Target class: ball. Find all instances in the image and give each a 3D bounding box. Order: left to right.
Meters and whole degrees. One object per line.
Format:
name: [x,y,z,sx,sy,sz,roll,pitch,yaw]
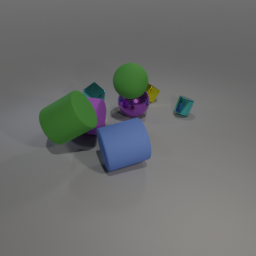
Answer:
ball: [0.103,-1.850,11.024,1.400,1.400,1.400,0,29,0]
ball: [0.248,-1.166,12.224,1.400,1.400,1.400,0,29,0]

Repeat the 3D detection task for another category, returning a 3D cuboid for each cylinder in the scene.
cylinder: [-1.994,-0.342,9.442,1.400,1.400,1.400,-26,24,18]
cylinder: [-1.724,-0.508,10.935,1.400,1.400,1.400,8,30,13]
cylinder: [-0.150,0.513,8.927,1.400,1.400,1.400,-16,32,-12]
cylinder: [2.481,-0.988,12.412,0.700,0.700,0.700,18,18,-6]

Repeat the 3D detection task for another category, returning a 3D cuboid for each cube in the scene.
cube: [-1.498,-1.444,12.357,0.700,0.700,0.700,42,65,16]
cube: [0.994,-1.771,13.683,0.700,0.700,0.700,20,16,-47]
